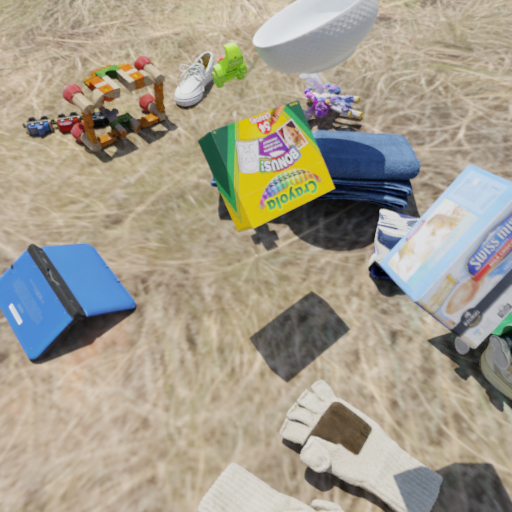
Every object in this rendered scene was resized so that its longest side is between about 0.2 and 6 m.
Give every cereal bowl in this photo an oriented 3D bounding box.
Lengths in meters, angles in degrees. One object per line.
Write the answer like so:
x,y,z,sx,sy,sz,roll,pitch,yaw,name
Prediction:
1.006,-3.507,8.878,2.012,0.838,2.012,-21,35,15,cereal bowl

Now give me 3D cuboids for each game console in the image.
-3.222,0.697,9.347,1.568,1.087,1.837,-47,57,2,game console

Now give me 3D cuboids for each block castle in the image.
-3.060,-3.366,12.200,2.142,1.431,1.005,-33,62,-26,block castle

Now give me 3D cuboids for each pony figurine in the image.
1.551,-3.499,12.652,1.506,1.254,1.454,22,19,23,pony figurine

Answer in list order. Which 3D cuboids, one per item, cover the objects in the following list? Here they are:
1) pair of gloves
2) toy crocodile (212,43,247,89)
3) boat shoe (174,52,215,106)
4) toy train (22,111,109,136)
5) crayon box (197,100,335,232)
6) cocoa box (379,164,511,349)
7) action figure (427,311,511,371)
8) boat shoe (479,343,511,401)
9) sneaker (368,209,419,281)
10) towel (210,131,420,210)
0.857,2.915,6.925,2.214,0.456,2.604,35,49,27,pair of gloves
-0.455,-2.969,8.835,0.489,0.447,1.448,-23,11,-3,toy crocodile
-1.457,-4.391,13.528,0.688,0.794,1.864,17,50,15,boat shoe
-4.252,-2.982,12.600,1.917,0.327,0.439,-10,61,-10,toy train
0.167,-1.164,7.184,1.470,0.428,1.268,-28,97,-31,crayon box
1.857,-0.015,4.837,0.809,1.232,0.822,36,12,-22,cocoa box
4.444,0.856,8.555,3.175,0.868,1.876,-14,21,-29,action figure
4.306,1.990,7.733,0.909,0.818,2.520,-31,55,-25,boat shoe
2.330,-0.154,9.770,0.735,1.051,1.819,18,21,15,sneaker
1.108,-1.797,10.964,3.814,0.926,2.129,3,31,4,towel
